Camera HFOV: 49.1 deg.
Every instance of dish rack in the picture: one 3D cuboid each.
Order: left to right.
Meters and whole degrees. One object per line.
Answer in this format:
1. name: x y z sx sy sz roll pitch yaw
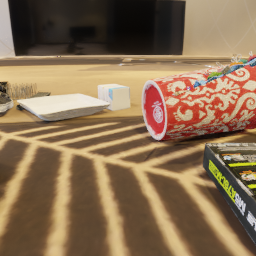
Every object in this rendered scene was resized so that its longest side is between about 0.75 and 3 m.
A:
1. dish rack: -4.447 -1.509 11.571 2.341 0.639 1.796 0 18 -1

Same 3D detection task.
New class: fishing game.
1. fishing game: 1.610 -0.979 4.407 1.888 0.294 1.352 -23 3 21

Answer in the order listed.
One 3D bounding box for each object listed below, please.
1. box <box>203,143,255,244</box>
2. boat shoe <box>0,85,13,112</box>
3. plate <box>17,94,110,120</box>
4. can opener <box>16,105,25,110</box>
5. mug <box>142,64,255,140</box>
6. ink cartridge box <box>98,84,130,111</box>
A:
1. box: 2.668 0.846 4.130 2.502 0.594 2.416 0 19 -3
2. boat shoe: -4.467 -1.096 9.599 0.868 0.822 2.482 4 10 -14
3. plate: -2.189 -0.718 9.417 2.413 0.390 2.407 -12 20 -34
4. can opener: -3.552 -0.748 9.926 0.800 0.211 0.266 -11 55 -27
5. mug: 1.816 -0.458 7.240 2.716 2.411 1.812 -10 57 -18
6. ink cartridge box: -0.517 -1.135 10.112 0.761 0.765 1.042 -12 21 -32
